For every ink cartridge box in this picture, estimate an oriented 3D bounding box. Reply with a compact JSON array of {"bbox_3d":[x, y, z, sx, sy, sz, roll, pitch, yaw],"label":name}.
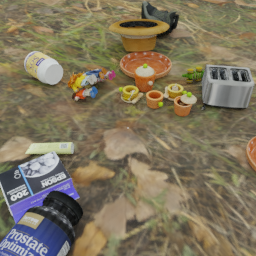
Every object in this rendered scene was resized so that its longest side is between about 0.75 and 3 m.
[{"bbox_3d":[-2.317,1.481,7.182,1.618,0.354,1.634,-23,47,-25],"label":"ink cartridge box"}]

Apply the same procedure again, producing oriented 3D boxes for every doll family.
[{"bbox_3d":[-1.495,-1.822,10.365,1.279,0.928,2.060,-5,32,37],"label":"doll family"}]

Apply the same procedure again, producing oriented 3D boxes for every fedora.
[{"bbox_3d":[0.496,-4.224,12.939,2.952,1.204,2.952,-1,30,1],"label":"fedora"}]

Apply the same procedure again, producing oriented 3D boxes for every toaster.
[{"bbox_3d":[3.492,-1.468,10.028,1.604,1.053,1.774,6,42,8],"label":"toaster"}]

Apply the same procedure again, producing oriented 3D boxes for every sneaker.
[{"bbox_3d":[1.664,-5.934,15.143,1.711,1.142,2.987,-8,44,-11],"label":"sneaker"}]

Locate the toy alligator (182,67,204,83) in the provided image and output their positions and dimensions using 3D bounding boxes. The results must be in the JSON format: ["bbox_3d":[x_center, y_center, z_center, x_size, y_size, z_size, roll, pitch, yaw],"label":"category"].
[{"bbox_3d":[2.877,-2.143,11.168,1.570,0.520,0.377,-14,32,-19],"label":"toy alligator"}]

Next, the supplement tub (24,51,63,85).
[{"bbox_3d":[-3.326,-2.362,11.080,1.376,1.001,1.001,31,50,32],"label":"supplement tub"}]

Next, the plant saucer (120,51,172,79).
[{"bbox_3d":[0.751,-2.638,11.915,2.174,0.351,2.174,0,40,0],"label":"plant saucer"}]

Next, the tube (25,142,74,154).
[{"bbox_3d":[-2.283,0.600,8.245,1.343,0.390,0.349,-1,78,3],"label":"tube"}]

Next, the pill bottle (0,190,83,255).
[{"bbox_3d":[-1.820,2.345,5.544,1.202,1.202,2.149,16,43,17],"label":"pill bottle"}]

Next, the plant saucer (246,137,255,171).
[{"bbox_3d":[4.305,0.890,7.896,1.894,0.306,1.894,0,40,0],"label":"plant saucer"}]

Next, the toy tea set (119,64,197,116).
[{"bbox_3d":[1.140,-1.456,10.013,2.818,1.043,1.676,18,44,20],"label":"toy tea set"}]
